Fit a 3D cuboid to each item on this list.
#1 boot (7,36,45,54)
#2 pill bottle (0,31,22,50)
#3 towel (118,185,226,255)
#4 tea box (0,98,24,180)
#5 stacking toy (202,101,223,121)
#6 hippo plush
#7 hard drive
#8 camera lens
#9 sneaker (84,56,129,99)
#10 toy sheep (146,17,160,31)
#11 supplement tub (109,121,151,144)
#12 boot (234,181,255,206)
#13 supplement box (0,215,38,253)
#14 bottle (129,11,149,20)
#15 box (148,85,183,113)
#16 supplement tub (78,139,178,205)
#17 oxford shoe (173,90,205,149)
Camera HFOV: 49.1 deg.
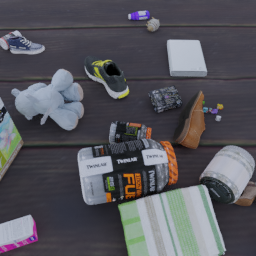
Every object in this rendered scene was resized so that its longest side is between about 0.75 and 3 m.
[{"bbox_3d":[-4.686,-3.830,12.846,1.572,0.710,0.572,-4,50,-3],"label":"boot"},{"bbox_3d":[-5.532,-4.173,13.243,0.551,0.551,0.968,27,55,21],"label":"pill bottle"},{"bbox_3d":[1.123,2.640,7.404,2.481,0.381,1.851,-11,71,-6],"label":"towel"},{"bbox_3d":[-4.657,0.489,8.001,1.684,2.480,2.521,10,51,11],"label":"tea box"},{"bbox_3d":[3.066,-0.649,10.548,0.959,0.225,0.723,12,50,12],"label":"stacking toy"},{"bbox_3d":[-2.920,-0.748,9.946,1.992,1.973,2.477,-8,29,33],"label":"hippo plush"},{"bbox_3d":[2.593,-3.180,12.577,1.524,0.304,2.311,1,50,1],"label":"hard drive"},{"bbox_3d":[2.902,1.374,8.212,1.172,1.172,1.465,32,58,24],"label":"camera lens"},{"bbox_3d":[-0.858,-2.360,11.344,1.007,1.144,2.703,-32,57,-25],"label":"sneaker"},{"bbox_3d":[1.285,-5.198,14.067,0.615,0.615,0.893,32,70,24],"label":"toy sheep"},{"bbox_3d":[0.087,0.234,9.405,1.326,0.812,0.812,8,51,7],"label":"supplement tub"},{"bbox_3d":[3.577,1.928,8.348,0.990,0.348,0.724,5,44,2],"label":"boot"},{"bbox_3d":[-3.041,2.819,7.418,1.114,0.563,0.575,-16,52,-13],"label":"supplement box"},{"bbox_3d":[0.576,-5.952,14.845,1.080,0.353,0.451,-10,54,-8],"label":"bottle"},{"bbox_3d":[1.438,-1.118,10.747,1.089,0.237,0.872,-17,69,-13],"label":"box"},{"bbox_3d":[-0.023,1.200,8.079,2.648,1.622,1.622,-9,51,-7],"label":"supplement tub"},{"bbox_3d":[2.362,-0.301,9.981,0.913,0.914,2.562,30,56,-7],"label":"oxford shoe"}]
